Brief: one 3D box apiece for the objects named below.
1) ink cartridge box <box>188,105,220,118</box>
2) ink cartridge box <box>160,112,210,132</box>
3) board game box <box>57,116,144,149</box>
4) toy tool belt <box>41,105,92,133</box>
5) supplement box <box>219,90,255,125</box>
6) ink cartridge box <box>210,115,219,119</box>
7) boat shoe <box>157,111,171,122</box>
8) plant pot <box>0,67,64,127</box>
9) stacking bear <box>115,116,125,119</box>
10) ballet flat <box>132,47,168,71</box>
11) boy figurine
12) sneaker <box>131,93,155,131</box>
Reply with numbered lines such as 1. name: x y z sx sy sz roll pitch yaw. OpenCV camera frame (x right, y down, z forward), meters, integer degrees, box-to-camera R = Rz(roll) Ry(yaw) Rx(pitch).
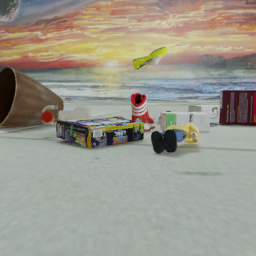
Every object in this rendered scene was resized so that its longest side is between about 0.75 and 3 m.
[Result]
1. ink cartridge box: 4.779 -1.013 17.007 1.809 0.760 1.310 -3 7 -23
2. ink cartridge box: 2.191 -0.255 10.929 1.681 0.707 1.227 0 7 -3
3. board game box: -0.816 0.072 8.489 2.079 0.590 1.719 -7 12 -44
4. toy tool belt: -2.116 -0.152 9.787 1.737 1.084 1.067 1 -23 -14
5. supplement box: 5.729 -0.921 12.736 2.947 1.604 0.897 2 6 11
6. ink cartridge box: 3.229 -0.410 13.462 2.023 0.411 2.019 3 7 24
7. boat shoe: 1.919 -0.584 14.416 0.645 0.532 1.878 2 7 17
8. plant pot: -4.290 -1.068 12.348 2.483 2.483 2.657 6 -5 42
9. stacking bear: -0.283 -0.168 11.050 0.637 0.597 1.050 2 2 18
10. ballet flat: 1.158 -3.463 14.322 2.031 0.681 0.678 -16 -9 28
11. boy figurine: 1.306 0.220 7.368 1.211 0.627 1.947 -8 0 32
12. sneaker: 0.653 -0.718 11.599 0.994 1.465 2.536 1 7 5
